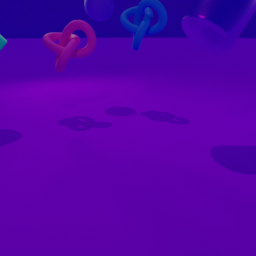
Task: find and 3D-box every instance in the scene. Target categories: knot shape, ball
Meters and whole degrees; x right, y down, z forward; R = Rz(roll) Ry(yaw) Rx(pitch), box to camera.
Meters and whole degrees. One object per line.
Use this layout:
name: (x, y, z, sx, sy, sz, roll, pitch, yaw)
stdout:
knot shape: (-1.803, -2.700, 8.938, 1.650, 0.815, 1.763, -25, 59, 11)
ball: (-1.051, -4.551, 10.357, 1.112, 1.112, 1.112, 0, 20, 0)
knot shape: (0.425, -3.734, 9.777, 0.823, 1.781, 1.666, 9, 37, -45)

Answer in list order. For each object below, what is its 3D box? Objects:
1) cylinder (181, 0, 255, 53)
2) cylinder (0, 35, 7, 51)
cylinder: (2.192, -2.726, 6.679, 1.344, 1.344, 1.344, 33, -3, 2)
cylinder: (-4.153, -2.404, 7.703, 1.110, 1.110, 1.110, -30, 33, 23)
